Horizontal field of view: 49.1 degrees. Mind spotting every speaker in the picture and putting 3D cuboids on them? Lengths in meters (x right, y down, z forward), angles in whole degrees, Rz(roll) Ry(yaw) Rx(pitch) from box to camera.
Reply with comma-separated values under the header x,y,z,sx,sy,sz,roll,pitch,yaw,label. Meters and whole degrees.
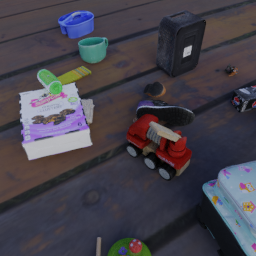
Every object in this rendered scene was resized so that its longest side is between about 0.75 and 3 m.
x,y,z,sx,sy,sz,roll,pitch,yaw,label
-3.041,-1.799,10.861,0.577,0.577,1.304,-28,49,-24,speaker

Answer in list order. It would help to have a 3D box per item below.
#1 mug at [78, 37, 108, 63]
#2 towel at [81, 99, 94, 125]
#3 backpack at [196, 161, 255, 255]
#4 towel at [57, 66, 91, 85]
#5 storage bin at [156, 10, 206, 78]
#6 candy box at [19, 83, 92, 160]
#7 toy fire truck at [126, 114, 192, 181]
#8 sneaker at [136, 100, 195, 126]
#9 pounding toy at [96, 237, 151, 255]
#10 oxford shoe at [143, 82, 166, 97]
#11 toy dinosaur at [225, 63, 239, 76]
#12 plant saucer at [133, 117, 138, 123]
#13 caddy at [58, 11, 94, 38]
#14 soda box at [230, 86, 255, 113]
x,y,z,sx,sy,sz,roll,pitch,yaw,label
-1.670,-3.987,14.428,1.634,1.010,1.342,-14,36,-13,mug
-2.545,-0.624,11.732,2.200,0.379,1.458,-1,45,1,towel
3.750,2.226,7.744,2.949,2.261,2.592,-9,41,-20,backpack
-2.796,-2.479,13.679,1.940,0.175,0.835,-32,49,-26,towel
2.473,-3.969,13.365,1.787,2.644,1.239,-26,51,-23,storage bin
-2.783,-0.359,10.541,2.286,0.975,2.725,-14,48,-11,candy box
0.946,0.304,9.281,2.269,2.578,1.659,33,54,27,toy fire truck
1.572,-0.797,11.575,2.369,0.897,1.037,9,38,4,sneaker
-0.147,3.450,7.521,1.635,0.759,1.262,4,46,3,pounding toy
1.269,-1.573,11.937,0.637,0.637,1.786,25,3,-18,oxford shoe
5.156,-2.840,13.844,0.635,0.478,0.936,36,32,10,toy dinosaur
0.587,-0.198,11.349,0.787,0.126,0.787,9,30,-5,plant saucer
-3.050,-6.297,16.650,2.202,1.156,1.557,-35,56,-29,caddy
5.680,-1.375,12.214,2.216,0.702,0.784,-14,48,-13,soda box
